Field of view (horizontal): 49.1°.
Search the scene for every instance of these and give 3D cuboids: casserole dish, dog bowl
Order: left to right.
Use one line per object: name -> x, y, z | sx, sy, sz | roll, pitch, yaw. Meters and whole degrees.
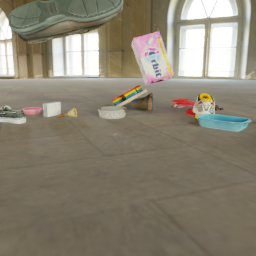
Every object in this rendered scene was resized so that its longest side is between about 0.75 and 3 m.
dog bowl -> -0.731, -0.728, 13.087 | 1.367, 0.401, 1.367 | 1, 13, 0
casserole dish -> 3.682, -0.218, 10.894 | 2.063, 0.400, 1.250 | 11, 17, 38

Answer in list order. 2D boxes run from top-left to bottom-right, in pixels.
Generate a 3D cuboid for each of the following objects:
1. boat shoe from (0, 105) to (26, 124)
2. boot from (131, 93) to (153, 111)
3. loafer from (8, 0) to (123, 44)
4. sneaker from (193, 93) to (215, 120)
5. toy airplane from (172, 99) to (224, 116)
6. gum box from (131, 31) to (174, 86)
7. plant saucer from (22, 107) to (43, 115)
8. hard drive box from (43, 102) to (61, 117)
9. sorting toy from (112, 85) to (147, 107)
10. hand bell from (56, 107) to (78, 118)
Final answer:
boat shoe -> -5.151, -0.626, 11.982 | 1.952, 0.692, 0.704 | 5, 14, 21
boot -> 0.793, -1.495, 15.404 | 1.130, 0.871, 2.331 | 3, 15, 3
loafer -> -1.457, -2.725, 6.922 | 2.771, 0.996, 0.872 | -11, -18, 2
sneaker -> 3.616, -1.087, 12.977 | 1.033, 1.090, 2.653 | 4, 14, 7
toy airplane -> 3.597, -1.204, 14.810 | 2.996, 0.551, 2.996 | -1, 14, 0
gum box -> 1.193, -3.307, 13.607 | 1.340, 2.362, 0.781 | -18, -5, -8
plant saucer -> -4.770, -0.855, 13.976 | 0.992, 0.252, 0.992 | 1, 13, 0
hard drive box -> -3.604, -0.898, 13.308 | 0.312, 0.633, 0.813 | 8, 15, 34
sorting toy -> -0.030, -1.636, 14.673 | 1.584, 0.551, 1.575 | -25, 6, 37
hand bell -> -2.842, -0.622, 12.871 | 0.950, 0.495, 0.495 | -11, 12, 7
